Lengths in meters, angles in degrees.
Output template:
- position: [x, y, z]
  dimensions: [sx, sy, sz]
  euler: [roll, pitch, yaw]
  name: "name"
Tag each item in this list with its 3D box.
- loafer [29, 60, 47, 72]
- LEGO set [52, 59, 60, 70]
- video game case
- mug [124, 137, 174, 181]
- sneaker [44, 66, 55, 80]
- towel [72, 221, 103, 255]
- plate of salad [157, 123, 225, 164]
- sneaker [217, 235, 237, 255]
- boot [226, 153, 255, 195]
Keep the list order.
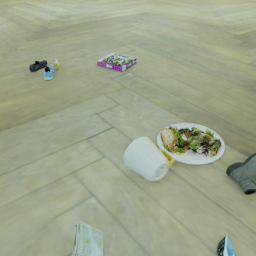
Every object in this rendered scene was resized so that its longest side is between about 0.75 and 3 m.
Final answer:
- position: [-4.712, -3.348, 14.764]
  dimensions: [0.421, 0.435, 1.239]
  euler: [16, 38, 21]
  name: "loafer"
- position: [-3.814, -3.239, 14.550]
  dimensions: [0.422, 0.522, 1.135]
  euler: [-12, 23, -5]
  name: "LEGO set"
- position: [-0.589, -3.611, 15.261]
  dimensions: [1.662, 0.298, 1.506]
  euler: [20, 40, 26]
  name: "video game case"
- position: [0.705, 0.897, 8.136]
  dimensions: [1.318, 1.056, 1.082]
  euler: [-34, 46, -18]
  name: "mug"
- position: [-3.934, -2.871, 13.986]
  dimensions: [0.478, 0.548, 1.219]
  euler: [-5, 35, -7]
  name: "sneaker"
- position: [-0.824, 2.503, 5.954]
  dimensions: [0.227, 0.944, 0.808]
  euler: [-19, 49, 22]
  name: "towel"
- position: [2.101, 0.375, 9.389]
  dimensions: [2.252, 0.541, 2.252]
  euler: [0, 34, 0]
  name: "plate of salad"
- position: [2.232, 2.833, 6.162]
  dimensions: [0.419, 0.365, 0.931]
  euler: [21, 39, -4]
  name: "sneaker"
- position: [3.736, 1.343, 8.135]
  dimensions: [1.550, 0.525, 1.012]
  euler: [-21, 45, -16]
  name: "boot"
